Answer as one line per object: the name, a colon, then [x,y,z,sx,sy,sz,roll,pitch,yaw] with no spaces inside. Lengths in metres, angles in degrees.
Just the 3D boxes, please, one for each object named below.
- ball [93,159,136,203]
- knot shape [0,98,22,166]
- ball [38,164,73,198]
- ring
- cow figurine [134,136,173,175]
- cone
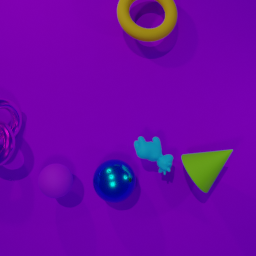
ball: [-0.375,1.451,7.705,1.185,1.185,1.185,0,84,0]
knot shape: [-3.910,0.018,7.571,1.816,0.897,1.941,20,62,-22]
ball: [-1.939,1.417,7.526,0.916,0.916,0.916,0,84,0]
ring: [0.568,-3.371,8.207,1.787,0.357,1.787,1,78,-5]
cow figurine: [0.706,0.758,7.613,1.042,0.572,1.025,4,57,-27]
cone: [2.267,0.903,7.458,1.198,1.193,1.193,-37,85,19]
